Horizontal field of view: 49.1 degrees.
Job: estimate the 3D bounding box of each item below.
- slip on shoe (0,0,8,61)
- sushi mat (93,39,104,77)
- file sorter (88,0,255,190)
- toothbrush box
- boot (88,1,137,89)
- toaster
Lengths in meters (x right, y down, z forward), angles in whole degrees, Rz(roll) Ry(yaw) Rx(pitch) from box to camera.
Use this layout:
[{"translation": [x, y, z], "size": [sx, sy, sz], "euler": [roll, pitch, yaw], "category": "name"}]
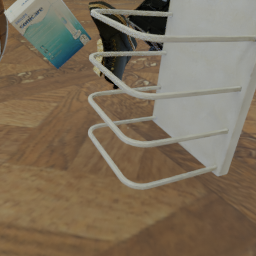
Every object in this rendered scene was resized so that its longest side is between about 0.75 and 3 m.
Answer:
[{"translation": [-2.687, -2.191, 4.631], "size": [0.793, 2.616, 0.995], "euler": [9, 19, 21], "category": "slip on shoe"}, {"translation": [-0.729, -1.850, 7.230], "size": [0.117, 0.925, 1.934], "euler": [6, 14, -13], "category": "sushi mat"}, {"translation": [0.382, -0.662, 3.262], "size": [1.416, 2.274, 1.578], "euler": [-10, 33, -25], "category": "file sorter"}, {"translation": [-1.247, -1.625, 4.485], "size": [0.799, 1.091, 0.465], "euler": [-42, 51, 3], "category": "toothbrush box"}, {"translation": [-0.345, -1.516, 5.355], "size": [0.596, 1.538, 1.064], "euler": [11, 77, 33], "category": "boot"}, {"translation": [1.115, -1.925, 4.866], "size": [1.809, 1.073, 1.636], "euler": [-44, 51, 4], "category": "toaster"}]
